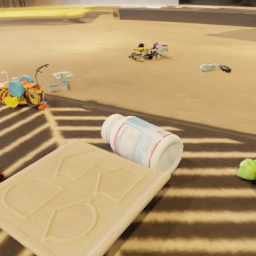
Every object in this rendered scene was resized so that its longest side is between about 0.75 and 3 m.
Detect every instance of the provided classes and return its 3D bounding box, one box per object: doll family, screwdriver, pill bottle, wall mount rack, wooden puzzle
[{"bbox_3d":[1.159,-4.300,15.647,2.316,0.909,1.339,-4,25,-19],"label":"doll family"},{"bbox_3d":[4.523,-3.190,14.119,0.272,0.283,1.947,-9,34,-19],"label":"screwdriver"},{"bbox_3d":[0.275,0.350,6.900,1.076,1.076,1.979,-24,37,-37],"label":"pill bottle"},{"bbox_3d":[-5.294,-1.685,10.960,1.699,0.729,1.956,-24,36,-37],"label":"wall mount rack"},{"bbox_3d":[-1.050,1.361,5.573,2.991,0.693,2.771,14,31,32],"label":"wooden puzzle"}]

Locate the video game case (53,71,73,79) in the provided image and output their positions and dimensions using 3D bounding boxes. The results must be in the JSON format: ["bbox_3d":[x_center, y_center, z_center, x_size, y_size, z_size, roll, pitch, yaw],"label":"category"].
[{"bbox_3d":[-3.028,-2.476,13.058,0.760,0.090,0.692,-16,33,-28],"label":"video game case"}]

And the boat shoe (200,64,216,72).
[{"bbox_3d":[3.867,-2.943,13.722,0.992,0.357,0.308,-9,11,-30],"label":"boat shoe"}]

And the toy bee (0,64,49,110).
[{"bbox_3d":[-3.522,-1.135,9.730,2.427,1.319,1.589,-6,25,46],"label":"toy bee"}]

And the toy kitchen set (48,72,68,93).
[{"bbox_3d":[-2.904,-1.901,11.533,0.747,0.550,0.933,-8,29,-14],"label":"toy kitchen set"}]

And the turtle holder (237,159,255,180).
[{"bbox_3d":[3.366,0.761,5.624,1.496,1.600,2.106,-18,34,-29],"label":"turtle holder"}]

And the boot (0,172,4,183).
[{"bbox_3d":[-3.595,0.805,6.507,1.448,0.727,2.007,30,0,-23],"label":"boot"}]
